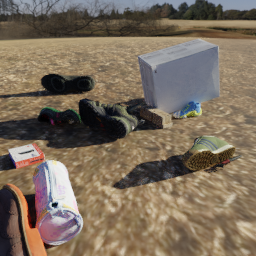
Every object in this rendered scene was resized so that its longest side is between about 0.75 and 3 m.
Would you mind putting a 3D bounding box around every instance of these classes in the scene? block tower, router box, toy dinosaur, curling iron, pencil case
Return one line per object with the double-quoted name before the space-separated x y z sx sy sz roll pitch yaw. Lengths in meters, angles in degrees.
"block tower" 1.055 -0.469 10.666 0.424 0.454 1.571 -13 27 -27
"router box" -2.884 0.775 7.954 0.786 0.214 0.876 -14 27 -31
"toy dinosaur" 0.147 -0.662 11.077 1.403 0.333 0.618 -18 57 -6
"curling iron" 2.772 0.932 7.677 1.050 0.134 0.260 -15 22 -31
"pencil case" -1.482 1.394 5.609 0.797 0.870 1.917 -27 27 -9

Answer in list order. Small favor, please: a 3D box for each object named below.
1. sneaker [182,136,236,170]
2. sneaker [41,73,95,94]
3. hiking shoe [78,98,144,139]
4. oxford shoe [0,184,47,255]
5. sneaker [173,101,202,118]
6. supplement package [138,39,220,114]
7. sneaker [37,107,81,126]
"sneaker" 2.034 0.614 7.702 1.881 0.631 0.845 -6 32 -33
"sneaker" -3.122 -2.317 14.679 2.743 1.042 1.245 4 12 -9
"hiking shoe" -0.689 -0.424 9.996 2.539 0.962 1.278 30 34 33
"oxford shoe" -2.074 1.770 4.787 0.886 0.869 2.442 -19 28 -26
"sneaker" 2.341 -0.761 11.087 1.233 0.648 0.467 -7 24 -18
"supplement package" 2.082 -2.071 11.376 2.795 2.177 1.550 -18 32 -9
"sneaker" -2.507 -0.311 10.214 1.769 0.679 0.741 5 39 21
